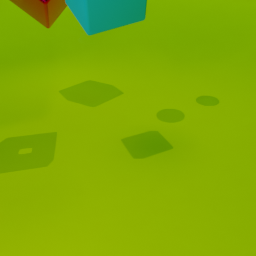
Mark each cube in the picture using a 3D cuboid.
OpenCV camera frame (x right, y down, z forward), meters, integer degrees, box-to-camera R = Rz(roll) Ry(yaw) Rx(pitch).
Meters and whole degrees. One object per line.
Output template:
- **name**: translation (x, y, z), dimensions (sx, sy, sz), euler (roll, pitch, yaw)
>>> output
- **cube**: translation (-0.304, -1.823, 3.478), dimensions (0.835, 0.835, 0.835), euler (-22, 58, -17)
- **cube**: translation (-1.982, -3.404, 6.293), dimensions (1.369, 1.369, 1.369), euler (36, -10, -10)
